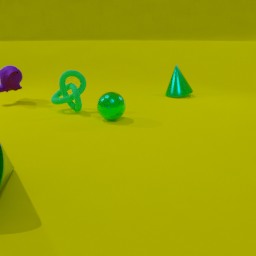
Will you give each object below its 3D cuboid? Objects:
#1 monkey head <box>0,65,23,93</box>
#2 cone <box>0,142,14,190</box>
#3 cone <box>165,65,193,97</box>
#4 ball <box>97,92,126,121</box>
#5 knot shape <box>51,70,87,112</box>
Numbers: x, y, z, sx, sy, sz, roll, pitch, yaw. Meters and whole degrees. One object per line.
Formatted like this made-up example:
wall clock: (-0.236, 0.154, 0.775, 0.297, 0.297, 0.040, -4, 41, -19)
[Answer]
monkey head: (-4.475, -1.801, 10.329, 1.107, 0.927, 1.539, -24, 25, -37)
cone: (-2.384, 0.679, 4.707, 1.678, 1.678, 1.684, 3, -7, 9)
cone: (2.063, -2.041, 11.649, 1.200, 1.205, 1.200, -8, 19, 3)
ball: (-0.503, -0.663, 8.494, 0.873, 0.873, 0.873, 0, 19, 0)
knot shape: (-2.025, -1.170, 9.377, 1.287, 1.375, 0.635, -13, -12, 27)
